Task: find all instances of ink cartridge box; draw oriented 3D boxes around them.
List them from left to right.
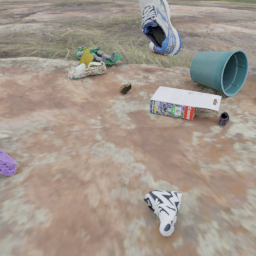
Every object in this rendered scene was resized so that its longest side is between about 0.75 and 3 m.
[{"bbox_3d":[1.911,-0.788,9.310,2.160,0.544,1.177,12,33,17],"label":"ink cartridge box"}]

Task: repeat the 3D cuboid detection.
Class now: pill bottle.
[{"bbox_3d":[1.686,-4.299,14.961,1.066,0.602,0.602,26,40,36],"label":"pill bottle"}]

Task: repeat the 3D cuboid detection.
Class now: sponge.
[{"bbox_3d":[-3.999,0.366,6.769,2.651,0.395,1.479,24,-1,34],"label":"sponge"}]

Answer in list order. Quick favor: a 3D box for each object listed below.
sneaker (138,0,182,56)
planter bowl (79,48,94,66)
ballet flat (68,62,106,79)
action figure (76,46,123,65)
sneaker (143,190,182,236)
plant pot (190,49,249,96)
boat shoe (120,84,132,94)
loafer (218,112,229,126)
[{"bbox_3d":[0.888,-3.486,9.134,1.035,0.936,2.430,-17,77,-44],"label":"sneaker"},{"bbox_3d":[-1.838,-2.995,12.584,0.450,1.080,1.080,21,32,-4],"label":"planter bowl"},{"bbox_3d":[-1.752,-2.568,12.121,1.734,0.554,0.656,-17,52,-24],"label":"ballet flat"},{"bbox_3d":[-1.739,-3.634,13.832,1.633,0.756,2.765,-27,37,-32],"label":"action figure"},{"bbox_3d":[0.598,1.596,5.499,0.739,0.453,1.135,10,33,18],"label":"sneaker"},{"bbox_3d":[3.393,-2.199,10.735,1.688,1.688,1.653,-23,30,-32],"label":"plant pot"},{"bbox_3d":[-0.152,-1.495,10.740,0.273,0.289,0.802,10,24,25],"label":"boat shoe"},{"bbox_3d":[3.043,-0.338,8.830,0.296,0.260,0.825,14,34,22],"label":"loafer"}]
